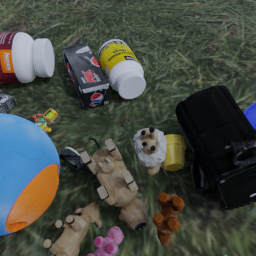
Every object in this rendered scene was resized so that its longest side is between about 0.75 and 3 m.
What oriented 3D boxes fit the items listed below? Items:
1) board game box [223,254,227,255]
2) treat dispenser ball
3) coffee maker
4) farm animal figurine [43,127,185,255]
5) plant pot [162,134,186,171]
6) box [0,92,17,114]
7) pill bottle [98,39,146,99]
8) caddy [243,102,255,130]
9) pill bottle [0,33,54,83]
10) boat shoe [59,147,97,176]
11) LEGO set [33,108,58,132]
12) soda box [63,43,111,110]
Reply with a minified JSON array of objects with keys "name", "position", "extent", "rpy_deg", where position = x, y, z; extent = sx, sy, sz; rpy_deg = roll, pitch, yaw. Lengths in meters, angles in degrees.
[{"name":"board game box","position":[1.320,3.540,4.606],"extent":[2.716,0.264,1.398],"rpy_deg":[-31,55,-27]},{"name":"treat dispenser ball","position":[-2.614,0.912,5.669],"extent":[2.416,2.416,2.416],"rpy_deg":[0,46,0]},{"name":"coffee maker","position":[2.216,0.185,6.363],"extent":[1.672,2.385,2.483],"rpy_deg":[-9,47,-8]},{"name":"farm animal figurine","position":[-0.286,1.499,5.774],"extent":[2.718,1.417,2.688],"rpy_deg":[-14,63,5]},{"name":"plant pot","position":[1.115,0.653,7.103],"extent":[0.784,0.784,0.738],"rpy_deg":[-2,60,-2]},{"name":"box","position":[-4.601,-0.578,8.497],"extent":[1.635,0.402,1.694],"rpy_deg":[18,49,20]},{"name":"pill bottle","position":[-0.194,-1.941,9.275],"extent":[1.181,1.181,2.101],"rpy_deg":[-14,47,-13]},{"name":"caddy","position":[3.773,-0.021,7.473],"extent":[2.052,1.077,1.451],"rpy_deg":[-32,65,-11]},{"name":"pill bottle","position":[-4.068,-2.321,9.319],"extent":[2.922,1.651,1.651],"rpy_deg":[-1,46,0]},{"name":"boat shoe","position":[-1.198,0.880,6.917],"extent":[1.191,0.445,0.395],"rpy_deg":[33,27,11]},{"name":"LEGO set","position":[-2.957,0.024,7.551],"extent":[2.449,0.911,1.126],"rpy_deg":[-25,51,-22]},{"name":"soda box","position":[-1.425,-1.810,9.384],"extent":[0.936,0.838,2.646],"rpy_deg":[-16,49,-15]}]
